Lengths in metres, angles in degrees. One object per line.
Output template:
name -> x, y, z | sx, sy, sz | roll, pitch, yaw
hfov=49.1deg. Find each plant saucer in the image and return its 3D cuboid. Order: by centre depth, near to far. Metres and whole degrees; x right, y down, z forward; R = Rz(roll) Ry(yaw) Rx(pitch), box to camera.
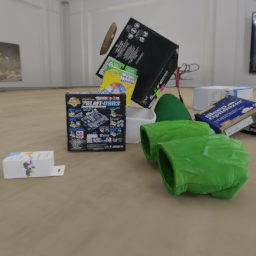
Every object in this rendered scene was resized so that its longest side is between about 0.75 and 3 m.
plant saucer -> -0.566, -2.628, 8.336 | 0.154, 1.042, 1.042 | 25, 11, -3

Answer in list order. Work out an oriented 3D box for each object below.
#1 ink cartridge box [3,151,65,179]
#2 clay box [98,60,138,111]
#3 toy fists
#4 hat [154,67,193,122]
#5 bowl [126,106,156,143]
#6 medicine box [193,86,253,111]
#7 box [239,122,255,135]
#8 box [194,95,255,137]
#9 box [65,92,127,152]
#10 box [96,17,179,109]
ink cartridge box -> -1.953, 0.759, 5.952 | 1.161, 0.394, 0.668 | -2, 11, -9
clay box -> -0.351, -1.088, 8.110 | 0.934, 1.625, 0.387 | 18, 2, -11
toy fists -> 1.270, 0.508, 5.753 | 1.529, 1.031, 2.999 | -9, 14, -7
hat -> 1.720, -1.277, 11.207 | 2.233, 2.373, 2.695 | -3, 11, -16
bowl -> -0.312, -0.171, 9.055 | 2.350, 0.877, 2.347 | 5, 13, 2
medicine box -> 5.428, -1.677, 16.045 | 2.547, 1.311, 2.320 | 10, 15, 42
box -> 5.380, -0.053, 9.471 | 1.994, 0.629, 2.528 | -5, 12, -25
box -> 3.529, -0.533, 10.235 | 1.662, 0.445, 2.744 | -29, 17, -2
box -> -0.840, -0.159, 7.493 | 1.599, 1.588, 0.397 | -1, 14, -5
box -> 0.474, -2.052, 9.917 | 1.815, 2.169, 2.920 | 34, 5, 9
